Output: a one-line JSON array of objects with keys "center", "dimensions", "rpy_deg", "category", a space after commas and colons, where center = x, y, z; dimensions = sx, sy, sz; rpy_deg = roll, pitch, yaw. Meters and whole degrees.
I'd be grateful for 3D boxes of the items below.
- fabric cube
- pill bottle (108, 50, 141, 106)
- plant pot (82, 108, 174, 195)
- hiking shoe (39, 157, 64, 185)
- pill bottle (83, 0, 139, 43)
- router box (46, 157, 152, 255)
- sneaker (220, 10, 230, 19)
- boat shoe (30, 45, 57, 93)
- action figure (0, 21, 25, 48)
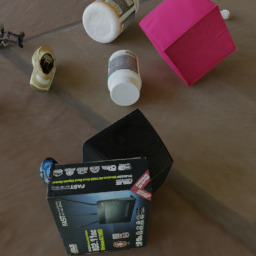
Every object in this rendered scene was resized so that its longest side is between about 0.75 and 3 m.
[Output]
[{"center": [1.920, -2.985, 9.126], "dimensions": [1.949, 1.986, 1.980], "rpy_deg": [-39, 46, 10], "category": "fabric cube"}, {"center": [-0.112, -1.589, 8.800], "dimensions": [1.027, 1.027, 1.816], "rpy_deg": [-1, 42, -1], "category": "pill bottle"}, {"center": [0.052, 0.802, 6.009], "dimensions": [1.547, 1.544, 1.373], "rpy_deg": [-35, 64, -31], "category": "plant pot"}, {"center": [-1.417, 1.030, 6.020], "dimensions": [0.709, 0.608, 1.635], "rpy_deg": [-55, 38, 6], "category": "hiking shoe"}, {"center": [-0.611, -4.910, 11.944], "dimensions": [1.615, 1.615, 2.776], "rpy_deg": [15, 45, 16], "category": "pill bottle"}, {"center": [-0.429, 1.422, 4.836], "dimensions": [1.527, 2.038, 0.633], "rpy_deg": [-4, 43, -4], "category": "router box"}, {"center": [4.341, -5.420, 13.416], "dimensions": [0.518, 0.426, 1.126], "rpy_deg": [-27, 42, -17], "category": "sneaker"}, {"center": [-2.727, -2.201, 9.425], "dimensions": [0.832, 0.884, 2.321], "rpy_deg": [15, 41, -28], "category": "boat shoe"}, {"center": [-5.116, -3.662, 11.111], "dimensions": [1.860, 0.949, 1.105], "rpy_deg": [4, 54, 2], "category": "action figure"}]
